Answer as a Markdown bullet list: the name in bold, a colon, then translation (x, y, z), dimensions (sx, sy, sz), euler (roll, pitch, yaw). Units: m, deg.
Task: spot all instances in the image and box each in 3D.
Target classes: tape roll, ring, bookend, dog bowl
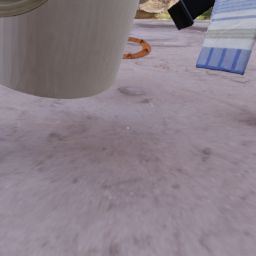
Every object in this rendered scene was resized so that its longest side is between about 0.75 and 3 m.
- **tape roll**: translation (-1.362, -2.216, 5.257), dimensions (2.987, 2.051, 2.987), euler (13, 38, -11)
- **ring**: translation (-0.072, -2.495, 8.481), dimensions (1.583, 0.152, 1.583), euler (3, 40, -2)
- **bookend**: translation (2.117, -3.656, 8.072), dimensions (1.622, 0.747, 1.612), euler (-34, 14, 5)
- **dog bowl**: translation (-1.368, -1.964, 2.766), dimensions (1.604, 1.604, 0.592), euler (-18, 60, -34)

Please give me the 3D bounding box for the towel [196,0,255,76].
- **towel**: translation (2.570, -2.605, 6.621), dimensions (0.313, 2.625, 1.928), euler (12, 12, -22)
